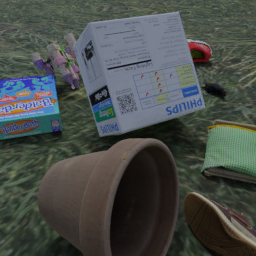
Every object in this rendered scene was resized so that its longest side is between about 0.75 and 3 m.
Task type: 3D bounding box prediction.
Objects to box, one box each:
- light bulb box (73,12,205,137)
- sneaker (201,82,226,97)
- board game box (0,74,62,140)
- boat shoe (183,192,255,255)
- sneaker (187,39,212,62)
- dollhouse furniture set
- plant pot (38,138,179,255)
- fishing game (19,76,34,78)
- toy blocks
[{"bbox_3d":[0.278,-1.392,7.569,2.651,2.674,1.669,-17,2,-24],"label":"light bulb box"},{"bbox_3d":[3.044,-1.384,10.008,0.564,0.325,1.081,-4,29,-5],"label":"sneaker"},{"bbox_3d":[-3.290,-0.756,8.762,2.175,0.643,2.860,-9,35,-13],"label":"board game box"},{"bbox_3d":[1.857,1.854,4.999,0.726,0.728,2.018,2,21,-38],"label":"boat shoe"},{"bbox_3d":[2.369,-3.419,12.412,2.685,1.034,1.140,4,39,6],"label":"sneaker"},{"bbox_3d":[3.400,0.229,6.542,2.995,1.503,1.962,10,35,14],"label":"dollhouse furniture set"},{"bbox_3d":[-0.434,1.222,4.817,1.952,2.238,2.238,3,31,35],"label":"plant pot"},{"bbox_3d":[-3.738,-1.819,10.735,1.398,0.217,1.001,11,33,17],"label":"fishing game"},{"bbox_3d":[-2.293,-2.177,10.418,2.006,1.689,1.875,-25,6,9],"label":"toy blocks"}]
